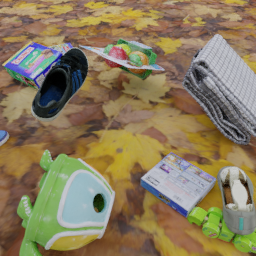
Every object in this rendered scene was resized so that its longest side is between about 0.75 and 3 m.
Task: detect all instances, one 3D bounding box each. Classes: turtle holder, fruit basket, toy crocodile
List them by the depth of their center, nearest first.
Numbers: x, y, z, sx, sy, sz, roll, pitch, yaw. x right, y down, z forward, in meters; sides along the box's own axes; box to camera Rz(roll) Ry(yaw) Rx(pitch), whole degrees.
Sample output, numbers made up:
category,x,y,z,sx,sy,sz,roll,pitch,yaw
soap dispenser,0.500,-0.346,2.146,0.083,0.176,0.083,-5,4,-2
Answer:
category,x,y,z,sx,sy,sz,roll,pitch,yaw
turtle holder,-1.260,1.747,5.761,1.700,1.819,2.394,19,34,-5
toy crocodile,2.202,2.276,6.146,1.811,0.559,0.611,20,41,16
fruit basket,-0.119,-2.594,10.030,2.274,1.151,2.455,31,20,30

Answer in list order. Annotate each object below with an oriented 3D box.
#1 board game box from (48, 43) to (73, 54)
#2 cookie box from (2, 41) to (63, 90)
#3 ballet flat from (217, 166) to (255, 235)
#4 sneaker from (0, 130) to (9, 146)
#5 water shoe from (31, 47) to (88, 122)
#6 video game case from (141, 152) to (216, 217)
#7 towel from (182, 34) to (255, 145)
category,x,y,z,sx,sy,sz,roll,pitch,yaw
board game box,-3.041,-3.192,12.716,1.472,0.318,2.188,-17,43,-18
cookie box,-3.740,-2.542,11.321,1.954,0.734,1.671,25,63,28
ballet flat,2.558,1.391,6.574,0.808,0.764,2.399,-4,26,15
sneaker,-4.342,0.150,8.166,1.485,1.087,0.598,-24,46,-26
water shoe,-1.798,-1.448,8.144,1.018,1.123,2.846,25,59,-10
video game case,1.299,1.407,7.266,1.455,0.331,1.318,31,49,31
towel,3.019,-1.200,8.742,2.919,1.249,2.417,44,43,-8
